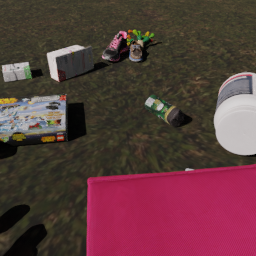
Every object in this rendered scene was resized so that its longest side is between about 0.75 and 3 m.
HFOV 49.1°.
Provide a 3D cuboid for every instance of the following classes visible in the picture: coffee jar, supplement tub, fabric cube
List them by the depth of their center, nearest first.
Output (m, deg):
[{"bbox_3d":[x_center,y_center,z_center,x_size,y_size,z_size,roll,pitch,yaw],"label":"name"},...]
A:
[{"bbox_3d":[0.914,2.324,3.388,2.645,2.696,2.687,-4,36,-4],"label":"fabric cube"},{"bbox_3d":[3.401,-0.472,8.162,1.626,1.626,2.317,12,37,16],"label":"supplement tub"},{"bbox_3d":[1.187,-0.553,9.081,1.297,0.677,0.554,36,86,38],"label":"coffee jar"}]

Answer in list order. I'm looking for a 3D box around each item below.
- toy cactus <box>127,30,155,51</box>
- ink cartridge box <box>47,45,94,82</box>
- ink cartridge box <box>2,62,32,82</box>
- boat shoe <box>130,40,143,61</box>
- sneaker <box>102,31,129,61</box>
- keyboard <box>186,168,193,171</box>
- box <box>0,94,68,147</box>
[{"bbox_3d":[0.583,-4.572,14.789,1.675,0.856,1.382,-1,54,-6],"label":"toy cactus"},{"bbox_3d":[-2.385,-2.816,11.889,1.873,1.091,0.632,-29,43,-35],"label":"ink cartridge box"},{"bbox_3d":[-4.680,-2.365,11.802,1.080,0.454,0.788,-13,38,-17],"label":"ink cartridge box"},{"bbox_3d":[0.345,-3.772,13.612,0.620,0.621,1.716,-6,36,-7],"label":"boat shoe"},{"bbox_3d":[-0.580,-4.000,13.498,0.878,1.060,2.222,19,42,9],"label":"sneaker"},{"bbox_3d":[1.533,1.819,6.318,0.700,0.133,2.486,5,35,15],"label":"keyboard"},{"bbox_3d":[-3.402,-0.269,8.733,2.976,0.593,2.037,-4,36,-8],"label":"box"}]
